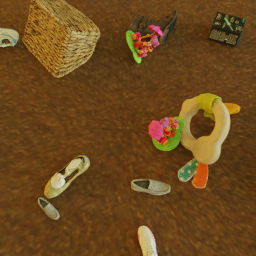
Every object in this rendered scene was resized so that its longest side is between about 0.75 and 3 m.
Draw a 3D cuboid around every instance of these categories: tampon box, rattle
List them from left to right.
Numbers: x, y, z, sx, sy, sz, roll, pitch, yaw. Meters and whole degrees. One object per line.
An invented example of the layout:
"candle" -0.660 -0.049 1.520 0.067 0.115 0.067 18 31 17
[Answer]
"rattle" 2.626 0.466 8.890 1.833 2.011 2.816 -10 74 30
"tampon box" 3.880 -3.890 11.070 1.186 0.748 0.889 21 63 11

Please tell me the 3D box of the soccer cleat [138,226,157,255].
"soccer cleat" 0.564 3.157 7.353 0.425 0.525 1.216 -13 62 -7

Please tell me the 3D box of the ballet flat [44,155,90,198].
"ballet flat" -1.844 1.388 8.313 1.644 0.581 0.581 -39 68 -19

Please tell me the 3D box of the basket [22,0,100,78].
"basket" -2.518 -3.490 10.818 2.623 1.954 1.872 44 37 21

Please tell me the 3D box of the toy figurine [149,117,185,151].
"toy figurine" 1.109 0.026 8.476 1.234 1.136 0.927 -48 62 5

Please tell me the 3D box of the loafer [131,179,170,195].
"loafer" 0.666 1.713 8.207 1.165 0.407 0.407 4 61 2

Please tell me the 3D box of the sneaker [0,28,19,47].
"sneaker" -5.106 -3.555 11.001 1.496 0.572 0.604 2 61 3

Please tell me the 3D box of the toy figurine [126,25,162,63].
"toy figurine" 0.715 -3.219 10.348 1.194 0.974 1.297 -17 81 31

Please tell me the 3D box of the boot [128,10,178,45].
"boot" 1.001 -4.297 11.344 1.690 0.672 1.941 25 67 12

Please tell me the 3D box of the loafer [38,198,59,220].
"loafer" -2.277 2.289 7.964 0.806 0.281 0.282 35 67 17
